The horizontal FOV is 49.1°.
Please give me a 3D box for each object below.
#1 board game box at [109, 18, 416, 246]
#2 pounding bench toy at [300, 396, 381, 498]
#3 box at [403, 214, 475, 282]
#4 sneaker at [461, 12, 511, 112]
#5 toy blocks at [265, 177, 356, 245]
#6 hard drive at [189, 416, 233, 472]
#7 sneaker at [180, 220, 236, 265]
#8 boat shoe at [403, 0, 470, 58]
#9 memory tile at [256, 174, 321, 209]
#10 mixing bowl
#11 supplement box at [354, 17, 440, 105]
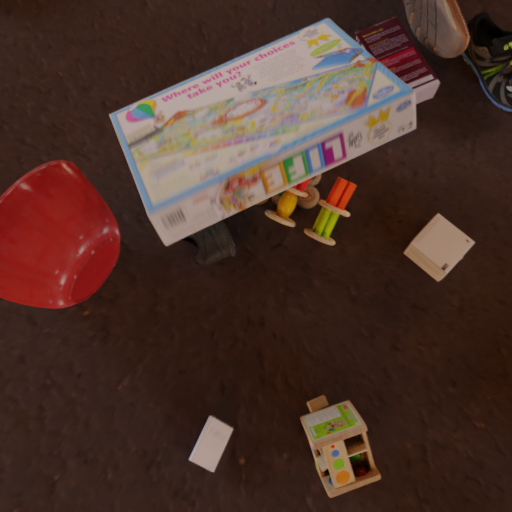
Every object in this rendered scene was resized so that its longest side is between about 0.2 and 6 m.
[{"bbox_3d":[-0.037,-2.206,9.185,4.291,0.734,2.885,-25,49,-4],"label":"board game box"},{"bbox_3d":[1.298,3.030,9.123,0.862,1.387,1.082,-18,104,-5],"label":"pounding bench toy"},{"bbox_3d":[3.352,-0.149,10.308,0.857,0.560,0.852,42,76,13],"label":"box"},{"bbox_3d":[4.999,-3.902,11.352,0.868,1.014,2.448,-27,73,-7],"label":"sneaker"},{"bbox_3d":[1.146,-1.272,10.260,1.464,0.638,1.757,25,103,8],"label":"toy blocks"},{"bbox_3d":[-0.741,3.109,9.259,0.496,0.095,0.751,38,65,-25],"label":"hard drive"},{"bbox_3d":[-1.139,-0.750,10.457,0.921,0.771,2.030,-26,69,2],"label":"sneaker"},{"bbox_3d":[3.784,-5.780,11.885,1.237,1.305,3.445,-17,74,-7],"label":"boat shoe"},{"bbox_3d":[0.604,-1.850,11.107,1.446,0.158,1.887,6,71,2],"label":"memory tile"},{"bbox_3d":[-3.186,-0.115,9.253,1.401,2.587,2.587,32,74,7],"label":"mixing bowl"},{"bbox_3d":[2.864,-3.956,11.613,0.992,0.555,1.823,-23,73,-7],"label":"supplement box"}]
